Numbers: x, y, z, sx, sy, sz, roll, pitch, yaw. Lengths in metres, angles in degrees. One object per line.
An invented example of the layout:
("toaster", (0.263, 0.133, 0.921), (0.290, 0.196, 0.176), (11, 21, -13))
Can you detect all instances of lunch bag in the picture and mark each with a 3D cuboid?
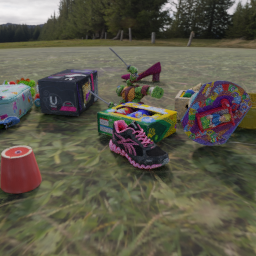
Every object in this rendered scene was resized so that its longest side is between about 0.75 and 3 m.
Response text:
("lunch bag", (-5.484, -1.070, 11.810), (2.301, 1.106, 2.870), (0, 21, 0))

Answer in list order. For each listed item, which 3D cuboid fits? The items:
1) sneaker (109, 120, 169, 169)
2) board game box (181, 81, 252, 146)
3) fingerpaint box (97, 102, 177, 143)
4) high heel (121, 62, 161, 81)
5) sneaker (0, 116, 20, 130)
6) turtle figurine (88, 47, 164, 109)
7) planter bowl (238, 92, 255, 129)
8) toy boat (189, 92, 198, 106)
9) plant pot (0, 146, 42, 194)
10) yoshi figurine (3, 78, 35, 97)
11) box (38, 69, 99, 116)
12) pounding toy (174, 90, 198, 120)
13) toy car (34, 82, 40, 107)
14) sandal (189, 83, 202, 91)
("sneaker", (0.254, 0.384, 8.012), (0.887, 1.071, 2.245), (-16, 27, -40))
("board game box", (2.655, -0.326, 8.355), (1.700, 2.152, 0.419), (23, 24, -11))
("fingerpaint box", (0.330, -0.228, 9.979), (2.219, 0.814, 1.851), (16, 26, 36))
("high heel", (0.883, -3.853, 18.964), (2.703, 1.299, 0.911), (-2, 21, -4))
("sneaker", (-4.515, -0.117, 10.398), (1.038, 0.408, 0.463), (-23, 39, -32))
("turtle figurine", (-0.059, -1.528, 11.893), (2.716, 2.801, 2.016), (27, 67, 43))
("planter bowl", (4.606, -0.614, 10.686), (2.469, 1.028, 2.469), (2, 20, -1))
("toy boat", (3.302, -0.733, 10.175), (2.189, 1.017, 1.840), (-11, 59, -21))
("plant pot", (-2.617, 0.953, 6.761), (0.979, 0.867, 0.979), (1, 20, 0))
("yoshi figurine", (-5.709, -1.834, 14.502), (2.017, 1.134, 1.129), (-17, -18, -5))
("box", (-2.603, -1.711, 12.888), (1.769, 1.535, 2.894), (5, 21, 12))
("pounding toy", (3.202, -1.105, 11.948), (2.060, 1.073, 2.345), (6, 22, 17))
("toy car", (-3.972, -1.745, 13.480), (1.062, 1.201, 1.107), (-1, 21, -1))
("sandal", (3.888, -1.944, 14.570), (2.449, 0.805, 0.898), (7, 22, 19))
